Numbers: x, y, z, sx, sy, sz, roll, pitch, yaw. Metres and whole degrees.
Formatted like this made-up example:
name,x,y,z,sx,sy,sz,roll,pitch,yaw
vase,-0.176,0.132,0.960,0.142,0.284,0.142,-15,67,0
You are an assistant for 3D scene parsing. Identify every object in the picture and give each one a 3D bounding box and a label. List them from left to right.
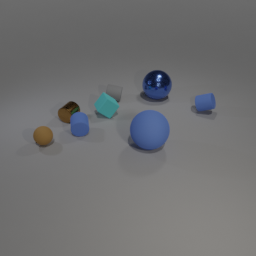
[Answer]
name,x,y,z,sx,sy,sz,roll,pitch,yaw
ball,-3.089,0.276,10.199,0.700,0.700,0.700,0,32,0
cylinder,-2.472,-0.672,11.770,0.700,0.700,0.700,12,34,18
cylinder,-1.876,-0.146,10.881,0.700,0.700,0.700,-5,39,-9
cube,-0.916,-0.970,11.991,0.700,0.700,0.700,30,16,-34
cylinder,-0.661,-1.671,13.249,0.700,0.700,0.700,12,33,-1
ball,0.767,0.062,9.882,1.400,1.400,1.400,0,32,0
ball,1.378,-2.044,13.290,1.400,1.400,1.400,0,32,0
cylinder,3.358,-1.118,12.155,0.700,0.700,0.700,-9,24,33
